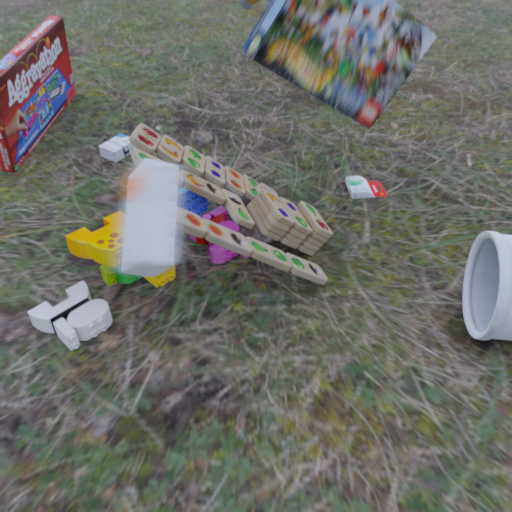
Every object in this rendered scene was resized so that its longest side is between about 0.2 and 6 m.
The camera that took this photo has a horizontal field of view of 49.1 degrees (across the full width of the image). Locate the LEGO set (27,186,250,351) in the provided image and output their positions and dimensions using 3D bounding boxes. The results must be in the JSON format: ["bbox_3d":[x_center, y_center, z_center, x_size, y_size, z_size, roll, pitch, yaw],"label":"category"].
[{"bbox_3d":[-1.617,0.021,9.388,4.184,1.596,1.717,-33,50,-31],"label":"LEGO set"}]

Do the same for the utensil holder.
[{"bbox_3d":[4.473,0.552,8.706,2.001,1.700,1.700,6,41,2],"label":"utensil holder"}]

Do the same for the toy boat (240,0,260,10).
[{"bbox_3d":[-0.191,-4.713,10.083,0.879,0.486,1.046,5,22,1],"label":"toy boat"}]

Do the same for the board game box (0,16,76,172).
[{"bbox_3d":[-5.438,-4.097,13.726,0.410,2.170,4.215,5,41,3],"label":"board game box"}]

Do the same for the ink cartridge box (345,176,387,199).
[{"bbox_3d":[2.411,-1.518,12.253,0.793,0.199,0.638,-6,41,-4],"label":"ink cartridge box"}]

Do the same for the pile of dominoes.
[{"bbox_3d":[-0.333,-1.106,9.650,3.899,0.621,3.039,22,28,-40],"label":"pile of dominoes"}]

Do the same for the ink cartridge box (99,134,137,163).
[{"bbox_3d":[-3.301,-2.580,13.393,0.530,0.306,0.731,23,46,25],"label":"ink cartridge box"}]

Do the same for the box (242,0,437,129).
[{"bbox_3d":[1.701,-4.207,11.031,3.329,2.274,0.627,18,27,-35],"label":"box"}]

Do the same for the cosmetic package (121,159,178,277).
[{"bbox_3d":[-1.284,-0.444,6.751,0.453,0.645,1.271,9,71,-28],"label":"cosmetic package"}]
